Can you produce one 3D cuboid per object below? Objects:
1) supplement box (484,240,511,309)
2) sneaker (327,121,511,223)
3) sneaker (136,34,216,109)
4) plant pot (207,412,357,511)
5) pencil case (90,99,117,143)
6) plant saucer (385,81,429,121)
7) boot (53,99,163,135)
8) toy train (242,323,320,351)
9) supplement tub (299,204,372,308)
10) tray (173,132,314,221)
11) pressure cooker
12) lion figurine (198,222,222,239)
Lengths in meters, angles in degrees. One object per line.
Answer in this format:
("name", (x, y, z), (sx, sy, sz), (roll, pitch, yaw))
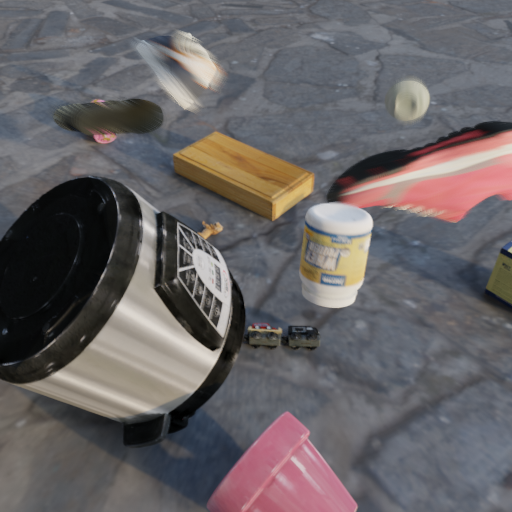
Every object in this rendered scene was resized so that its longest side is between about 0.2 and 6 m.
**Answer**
("supplement box", (5.002, 0.384, 10.201), (0.768, 1.143, 1.144), (-30, 49, -30))
("sneaker", (2.572, -0.986, 8.350), (2.958, 1.283, 1.090), (-16, 20, 8))
("sneaker", (-1.479, -3.690, 10.715), (1.011, 0.998, 2.546), (-41, 45, 5))
("plant pot", (0.408, 3.014, 7.021), (1.401, 1.565, 1.565), (39, 52, 16))
("pencil case", (-4.226, -3.699, 15.293), (0.690, 0.660, 1.594), (-23, 43, -7))
("plant saucer", (3.061, -3.109, 11.380), (0.880, 0.880, 0.221), (8, 44, 9))
("boot", (-3.017, -2.839, 11.373), (1.895, 0.684, 1.431), (-16, 23, -38))
("toy train", (0.104, 1.361, 9.691), (2.014, 0.344, 0.461), (1, 37, 1))
("supplement tub", (1.053, -0.013, 7.577), (0.884, 1.222, 0.884), (4, 23, -2))
("tray", (-0.341, -2.010, 13.434), (3.138, 0.581, 1.548), (29, 49, 28))
("pressure cooker", (-1.824, 0.809, 8.116), (3.005, 3.364, 2.959), (29, 81, 45))
("lion figurine", (-1.076, -0.493, 11.959), (0.430, 0.254, 0.702), (34, 65, 23))
